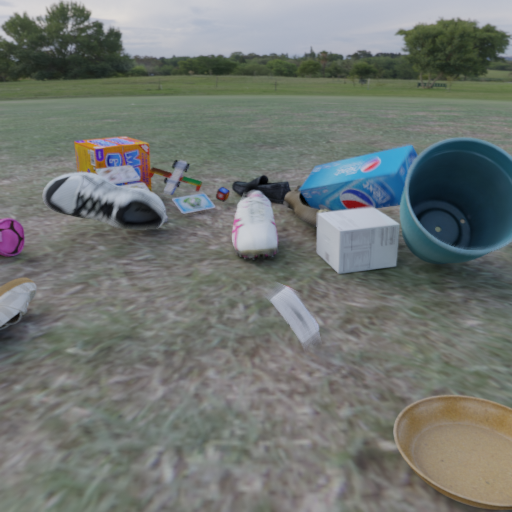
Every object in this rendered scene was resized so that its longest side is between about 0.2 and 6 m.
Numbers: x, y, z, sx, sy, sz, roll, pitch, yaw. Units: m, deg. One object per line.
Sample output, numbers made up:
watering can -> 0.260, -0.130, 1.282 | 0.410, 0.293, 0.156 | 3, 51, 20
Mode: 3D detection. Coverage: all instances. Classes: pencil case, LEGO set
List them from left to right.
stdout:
pencil case -> -5.899, -0.456, 11.580 | 2.034, 0.923, 0.953 | 4, -10, 13
LEGO set -> -2.348, -1.628, 14.846 | 3.127, 0.767, 2.336 | -15, 50, -32

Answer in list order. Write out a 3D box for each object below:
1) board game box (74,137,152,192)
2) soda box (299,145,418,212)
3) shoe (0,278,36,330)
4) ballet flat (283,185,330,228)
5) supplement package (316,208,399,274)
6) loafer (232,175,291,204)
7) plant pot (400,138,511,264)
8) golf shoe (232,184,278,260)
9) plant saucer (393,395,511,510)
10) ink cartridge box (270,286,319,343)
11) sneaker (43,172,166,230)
board game box -> -4.022, -2.428, 15.786 | 1.565, 1.566, 1.564 | -15, 25, -34
soda box -> 2.332, -1.616, 12.484 | 2.736, 0.878, 0.928 | -4, 42, 49
shoe -> -3.912, 0.971, 8.300 | 0.583, 0.764, 2.186 | 44, 23, -3
ballet flat -> 1.341, -1.161, 13.467 | 0.934, 0.643, 2.774 | 23, 12, -19
supplement package -> 1.976, -0.326, 11.065 | 1.228, 0.903, 1.175 | -7, 23, -13
loafer -> 0.152, -1.950, 15.780 | 1.951, 0.685, 0.663 | 15, 25, 34
plant pot -> 3.634, -0.772, 10.408 | 2.117, 2.117, 1.989 | 1, -17, 3
golf shoe -> -0.086, -0.739, 11.857 | 0.930, 1.179, 2.561 | -6, 22, -3
plant saucer -> 2.251, 2.035, 5.750 | 1.658, 0.294, 1.658 | 0, 21, 0
ink cartridge box -> 0.552, 0.810, 7.892 | 0.304, 0.733, 0.538 | -37, -3, 4
sneaker -> -3.265, -1.168, 12.325 | 2.684, 1.015, 1.176 | 5, 18, -22
